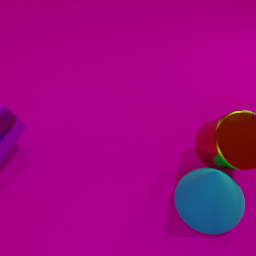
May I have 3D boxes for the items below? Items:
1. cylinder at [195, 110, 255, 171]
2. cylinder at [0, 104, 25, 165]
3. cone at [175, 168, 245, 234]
[{"bbox_3d":[2.209,0.309,6.057,1.200,1.200,1.200,1,82,-6],"label":"cylinder"},{"bbox_3d":[-3.220,0.170,6.363,1.244,1.244,1.244,18,62,18],"label":"cylinder"},{"bbox_3d":[1.551,1.086,5.164,1.377,1.382,1.377,-5,57,7],"label":"cone"}]
